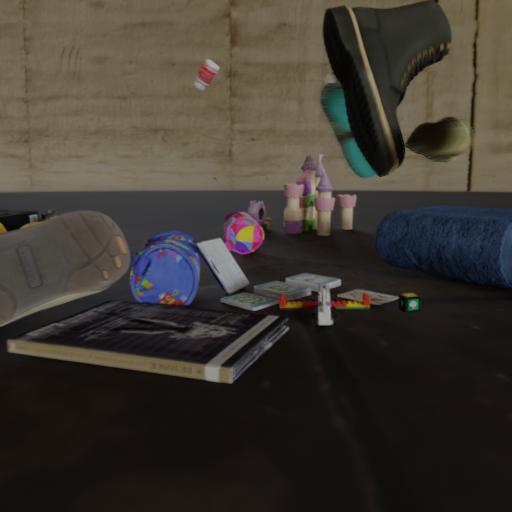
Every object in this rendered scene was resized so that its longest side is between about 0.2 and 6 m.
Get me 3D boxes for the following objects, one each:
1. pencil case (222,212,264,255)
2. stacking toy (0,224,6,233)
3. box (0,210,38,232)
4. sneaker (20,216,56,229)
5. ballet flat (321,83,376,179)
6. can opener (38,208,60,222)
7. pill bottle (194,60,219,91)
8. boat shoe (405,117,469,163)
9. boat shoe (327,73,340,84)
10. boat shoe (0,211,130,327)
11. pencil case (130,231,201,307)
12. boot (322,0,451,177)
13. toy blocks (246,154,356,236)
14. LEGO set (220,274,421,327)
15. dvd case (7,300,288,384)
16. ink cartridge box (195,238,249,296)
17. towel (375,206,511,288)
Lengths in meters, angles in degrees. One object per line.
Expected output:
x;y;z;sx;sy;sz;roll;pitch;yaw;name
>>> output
-0.299;-0.460;10.631;0.747;0.747;1.691;-1;8;-4;pencil case
-3.848;-0.175;7.389;2.167;1.583;1.583;13;0;-32;stacking toy
-5.762;-0.683;12.471;1.066;0.596;1.510;5;10;13;box
-3.699;-0.253;9.568;0.847;0.733;1.875;-9;3;-17;sneaker
2.046;-2.737;12.049;0.858;2.312;0.858;-21;33;15;ballet flat
-4.815;-0.672;12.927;0.741;0.591;2.216;-25;16;-14;can opener
-1.212;-4.341;13.475;0.376;0.669;0.376;31;22;-14;pill bottle
2.637;-1.577;7.930;0.495;0.574;1.573;33;3;-12;boat shoe
2.296;-3.496;13.248;0.633;1.954;0.703;-26;1;18;boat shoe
-2.574;0.311;5.240;2.784;1.037;1.020;-11;-11;-36;boat shoe
-1.040;0.117;6.550;0.802;0.721;1.847;28;4;-9;pencil case
2.474;-2.912;9.142;2.056;2.973;1.152;-13;-10;-7;boot
1.148;-1.594;14.066;2.288;1.926;2.138;5;10;27;toy blocks
0.731;0.355;6.071;1.455;0.478;1.948;-12;14;-39;LEGO set
-0.839;0.676;4.821;1.936;0.155;1.440;3;9;19;dvd case
-0.441;0.135;6.814;0.146;0.718;0.720;-35;-7;20;ink cartridge box
3.591;-0.044;7.085;2.146;0.933;3.844;-8;13;-42;towel
